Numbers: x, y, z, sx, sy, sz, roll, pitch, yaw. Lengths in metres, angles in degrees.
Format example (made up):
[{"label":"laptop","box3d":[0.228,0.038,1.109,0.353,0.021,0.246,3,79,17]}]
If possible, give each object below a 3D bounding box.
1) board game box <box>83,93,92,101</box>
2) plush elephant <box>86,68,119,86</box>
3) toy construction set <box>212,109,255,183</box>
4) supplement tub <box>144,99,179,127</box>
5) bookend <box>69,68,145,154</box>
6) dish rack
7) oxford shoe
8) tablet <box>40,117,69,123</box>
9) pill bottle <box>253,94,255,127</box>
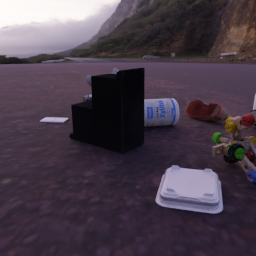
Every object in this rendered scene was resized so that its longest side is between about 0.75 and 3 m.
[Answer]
[{"label":"board game box","box3d":[-1.568,-1.837,16.036,1.236,0.332,2.059,1,16,17]},{"label":"plush elephant","box3d":[-0.861,-1.284,11.027,2.640,2.044,2.174,-1,17,-3]},{"label":"toy construction set","box3d":[2.850,0.131,6.707,2.020,1.685,1.552,-40,19,-9]},{"label":"supplement tub","box3d":[1.028,-0.577,10.470,1.549,1.022,1.022,-4,17,-14]},{"label":"bookend","box3d":[-0.724,-0.673,8.551,2.324,2.310,1.071,12,21,37]},{"label":"dish rack","box3d":[1.292,1.179,5.811,1.282,0.325,1.494,5,18,14]},{"label":"oxford shoe","box3d":[3.222,-0.617,11.521,0.835,0.787,2.234,23,3,-27]},{"label":"tablet","box3d":[-2.967,-0.330,11.317,0.996,0.068,0.648,3,17,7]},{"label":"pill bottle","box3d":[5.672,-0.547,9.848,2.332,1.317,1.317,8,18,22]}]
